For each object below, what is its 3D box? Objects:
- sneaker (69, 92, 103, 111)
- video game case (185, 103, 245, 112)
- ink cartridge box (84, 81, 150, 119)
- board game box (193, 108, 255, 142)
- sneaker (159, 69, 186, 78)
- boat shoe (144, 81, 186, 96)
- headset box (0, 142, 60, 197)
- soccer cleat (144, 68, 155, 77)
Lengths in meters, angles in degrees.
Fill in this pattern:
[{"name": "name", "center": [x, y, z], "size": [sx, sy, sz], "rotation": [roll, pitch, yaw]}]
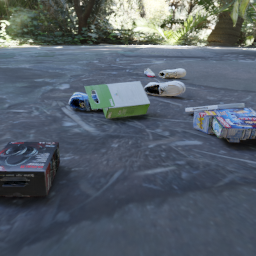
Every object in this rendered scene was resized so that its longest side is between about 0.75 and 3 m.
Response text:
[{"name": "sneaker", "center": [-1.549, -1.035, 11.483], "size": [1.895, 0.701, 0.780], "rotation": [2, 26, 19]}, {"name": "video game case", "center": [3.207, -0.760, 10.499], "size": [1.280, 0.161, 1.787], "rotation": [-5, 2, -26]}, {"name": "ink cartridge box", "center": [-0.441, -1.060, 10.702], "size": [2.285, 0.678, 1.186], "rotation": [-8, 57, -20]}, {"name": "board game box", "center": [3.205, -0.084, 8.898], "size": [2.053, 0.634, 2.055], "rotation": [0, 21, 3]}, {"name": "sneaker", "center": [2.829, -3.486, 18.207], "size": [1.711, 0.630, 0.989], "rotation": [7, 21, 45]}, {"name": "boat shoe", "center": [1.740, -1.850, 13.693], "size": [2.088, 0.768, 0.682], "rotation": [1, 22, 33]}, {"name": "headset box", "center": [-2.272, 0.894, 6.205], "size": [1.225, 0.636, 1.646], "rotation": [1, 19, -3]}, {"name": "soccer cleat", "center": [1.452, -3.778, 19.044], "size": [0.408, 0.504, 1.168], "rotation": [-10, 23, -26]}]
